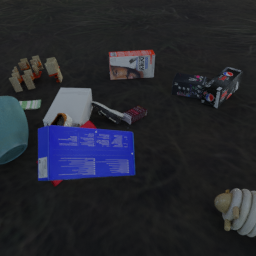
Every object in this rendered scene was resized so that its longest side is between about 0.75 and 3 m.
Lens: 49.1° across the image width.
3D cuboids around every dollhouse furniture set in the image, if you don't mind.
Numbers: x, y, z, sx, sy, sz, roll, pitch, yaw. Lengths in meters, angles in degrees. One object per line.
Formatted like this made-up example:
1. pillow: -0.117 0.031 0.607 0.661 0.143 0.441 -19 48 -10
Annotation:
1. dollhouse furniture set: -4.238 -2.486 13.074 2.051 1.068 2.073 -12 37 4

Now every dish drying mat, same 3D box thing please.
1. dish drying mat: -1.716 0.708 8.770 0.219 0.926 2.412 -19 19 44

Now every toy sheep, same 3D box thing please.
1. toy sheep: 2.910 2.057 6.685 1.737 1.197 1.197 25 41 8

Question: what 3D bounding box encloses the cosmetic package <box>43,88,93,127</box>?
1. cosmetic package: -2.109 -0.553 10.308 1.295 0.931 2.294 3 38 5

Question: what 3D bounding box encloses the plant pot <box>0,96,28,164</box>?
1. plant pot: -3.918 0.253 8.575 2.126 2.126 1.432 -33 78 -36

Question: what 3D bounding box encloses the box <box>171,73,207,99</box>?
1. box: 2.661 -1.840 12.178 1.363 0.723 0.833 12 38 16

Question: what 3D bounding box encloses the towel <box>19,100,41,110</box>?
1. towel: -4.056 -0.956 11.519 0.887 0.104 0.677 -6 36 -8

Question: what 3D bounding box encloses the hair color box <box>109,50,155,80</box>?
1. hair color box: 0.178 -3.008 13.364 2.123 1.177 0.679 -4 37 -5

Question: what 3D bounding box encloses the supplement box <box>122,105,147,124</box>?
1. supplement box: 0.253 -0.523 10.787 0.923 0.281 0.502 -29 45 -32

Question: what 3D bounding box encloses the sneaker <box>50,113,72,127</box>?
1. sneaker: -2.355 0.319 8.641 0.641 0.745 1.759 17 79 14

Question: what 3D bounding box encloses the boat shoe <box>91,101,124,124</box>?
1. boat shoe: -0.848 -0.592 10.674 1.483 0.447 0.548 26 5 22

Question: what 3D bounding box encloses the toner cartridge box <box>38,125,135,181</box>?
1. toner cartridge box: -0.750 0.516 5.614 2.057 0.977 0.444 6 -11 -42

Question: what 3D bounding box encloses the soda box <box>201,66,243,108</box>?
1. soda box: 4.045 -1.770 11.974 0.762 0.851 2.405 24 44 32
